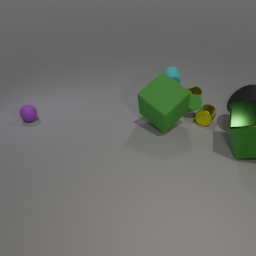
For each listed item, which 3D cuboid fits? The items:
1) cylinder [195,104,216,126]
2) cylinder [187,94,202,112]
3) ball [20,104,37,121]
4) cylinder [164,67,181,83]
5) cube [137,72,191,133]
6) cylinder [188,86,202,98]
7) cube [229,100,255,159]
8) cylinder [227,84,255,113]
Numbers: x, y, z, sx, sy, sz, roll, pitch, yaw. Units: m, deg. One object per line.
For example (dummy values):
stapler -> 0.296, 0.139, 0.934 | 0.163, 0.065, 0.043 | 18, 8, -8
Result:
cylinder -> 3.228, -0.537, 11.606 | 0.700, 0.700, 0.700 | 17, 34, 25
cylinder -> 2.687, -1.063, 11.975 | 0.700, 0.700, 0.700 | -8, 0, -13
ball -> -4.165, -0.635, 11.724 | 0.700, 0.700, 0.700 | 0, 31, 0
cylinder -> 2.184, -2.520, 13.732 | 0.700, 0.700, 0.700 | -3, 56, -4
cube -> 1.360, -0.950, 10.716 | 1.400, 1.400, 1.400 | -42, 65, -15
cylinder -> 3.051, -1.570, 13.334 | 0.700, 0.700, 0.700 | -22, 37, -32
cube -> 4.190, 0.020, 9.221 | 1.400, 1.400, 1.400 | -6, 38, 27
cylinder -> 4.760, -0.698, 10.702 | 1.400, 1.400, 1.400 | -38, 28, 25
